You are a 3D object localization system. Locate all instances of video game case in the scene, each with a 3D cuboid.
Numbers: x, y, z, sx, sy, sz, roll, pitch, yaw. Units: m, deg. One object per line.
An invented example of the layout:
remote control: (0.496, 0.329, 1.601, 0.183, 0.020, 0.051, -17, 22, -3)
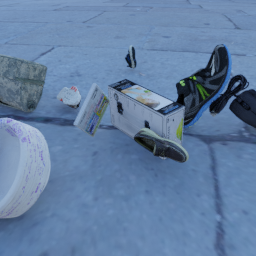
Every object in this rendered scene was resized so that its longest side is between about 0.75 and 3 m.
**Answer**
video game case: (-0.848, -0.404, 6.849, 0.120, 0.991, 1.089, 19, 79, 22)

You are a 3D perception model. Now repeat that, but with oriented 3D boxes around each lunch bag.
lunch bag: (-3.772, -1.467, 9.131, 1.942, 1.628, 1.353, 15, 7, 19)

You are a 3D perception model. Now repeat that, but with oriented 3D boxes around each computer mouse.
computer mouse: (3.444, -0.479, 7.854, 2.024, 1.402, 0.534, 25, 37, -11)

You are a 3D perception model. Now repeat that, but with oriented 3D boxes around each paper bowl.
paper bowl: (-2.294, 0.804, 5.511, 1.863, 1.863, 0.969, 26, -1, 36)

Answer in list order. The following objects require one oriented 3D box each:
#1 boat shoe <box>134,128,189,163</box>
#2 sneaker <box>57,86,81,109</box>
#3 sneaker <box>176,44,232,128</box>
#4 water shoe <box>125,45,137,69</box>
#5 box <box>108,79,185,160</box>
boat shoe: (0.715, 0.461, 6.360, 1.343, 0.492, 0.435, 26, 43, 30)
sneaker: (-1.737, -0.926, 9.010, 0.624, 0.663, 1.619, -52, 30, -6)
sneaker: (1.896, -1.123, 7.657, 1.045, 2.521, 0.894, 23, 28, -15)
water shoe: (0.067, -3.035, 12.095, 0.467, 1.184, 0.423, 11, 56, 17)
box: (0.419, -0.309, 7.512, 0.686, 1.332, 2.283, -25, 38, -29)
